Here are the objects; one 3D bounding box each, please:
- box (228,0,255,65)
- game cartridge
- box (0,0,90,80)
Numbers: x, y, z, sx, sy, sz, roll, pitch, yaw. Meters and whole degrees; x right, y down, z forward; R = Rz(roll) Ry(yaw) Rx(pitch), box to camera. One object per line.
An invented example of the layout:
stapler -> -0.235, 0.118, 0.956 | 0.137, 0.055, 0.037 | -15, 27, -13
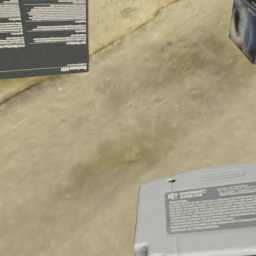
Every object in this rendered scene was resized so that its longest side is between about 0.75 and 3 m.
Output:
box -> 2.864, -2.305, 6.044 | 0.812, 1.306, 1.317 | -13, 46, -1
game cartridge -> 1.402, 1.117, 3.746 | 2.588, 1.723, 0.537 | -9, 108, 10
box -> -2.391, -2.273, 6.449 | 2.855, 2.015, 1.126 | -8, 38, -18
